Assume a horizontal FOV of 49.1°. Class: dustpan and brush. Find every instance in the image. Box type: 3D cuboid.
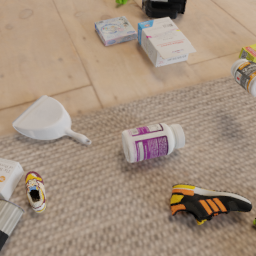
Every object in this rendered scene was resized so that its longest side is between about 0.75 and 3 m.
[{"bbox_3d":[-2.602,-0.082,10.500,2.797,0.800,1.952,19,51,23],"label":"dustpan and brush"}]

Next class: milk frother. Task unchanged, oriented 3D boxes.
[{"bbox_3d":[-3.921,2.588,7.825,1.293,1.432,1.347,12,53,16],"label":"milk frother"},{"bbox_3d":[2.011,-7.352,14.937,2.417,2.570,2.319,8,44,6],"label":"milk frother"}]

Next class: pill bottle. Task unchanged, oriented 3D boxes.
[{"bbox_3d":[4.300,-1.800,9.809,0.911,0.911,1.565,-9,35,-7],"label":"pill bottle"},{"bbox_3d":[0.872,0.461,9.712,2.034,1.142,1.142,-11,52,-9],"label":"pill bottle"}]

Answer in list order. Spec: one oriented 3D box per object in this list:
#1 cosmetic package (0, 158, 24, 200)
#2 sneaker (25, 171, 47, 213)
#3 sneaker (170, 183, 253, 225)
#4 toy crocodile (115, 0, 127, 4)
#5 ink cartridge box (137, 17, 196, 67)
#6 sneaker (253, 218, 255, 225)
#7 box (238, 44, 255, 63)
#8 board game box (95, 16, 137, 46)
[{"bbox_3d":[-5.052,1.453,9.180,2.856,0.723,1.179,11,53,8],"label":"cosmetic package"},{"bbox_3d":[-2.938,1.888,8.851,0.570,0.685,1.521,-22,55,-16],"label":"sneaker"},{"bbox_3d":[2.453,2.433,8.438,2.391,0.836,1.076,10,65,9],"label":"sneaker"},{"bbox_3d":[-0.151,-7.917,16.731,0.638,0.584,1.890,29,57,21],"label":"toy crocodile"},{"bbox_3d":[1.754,-3.937,13.278,1.714,1.010,2.976,-16,53,-12],"label":"ink cartridge box"},{"bbox_3d":[4.544,2.539,8.375,1.741,0.624,0.721,-22,55,-17],"label":"sneaker"},{"bbox_3d":[6.601,-3.631,13.278,2.516,0.630,0.947,-18,54,-14],"label":"box"},{"bbox_3d":[-0.646,-5.083,14.598,1.745,0.379,1.737,-17,54,-13],"label":"board game box"}]
